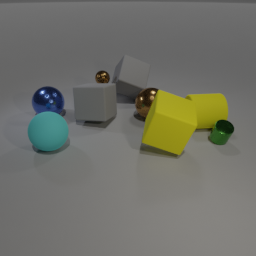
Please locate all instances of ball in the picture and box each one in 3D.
[{"bbox_3d":[-3.508,-1.137,12.339,1.400,1.400,1.400,0,28,0],"label":"ball"},{"bbox_3d":[1.000,-1.064,12.202,1.400,1.400,1.400,0,28,0],"label":"ball"},{"bbox_3d":[-1.196,-2.348,13.149,0.700,0.700,0.700,0,28,0],"label":"ball"},{"bbox_3d":[-2.824,0.119,9.941,1.400,1.400,1.400,0,28,0],"label":"ball"}]

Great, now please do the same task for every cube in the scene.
[{"bbox_3d":[0.098,-2.472,13.747,1.400,1.400,1.400,18,-19,-16],"label":"cube"},{"bbox_3d":[-1.364,-1.128,11.910,1.400,1.400,1.400,3,15,17],"label":"cube"},{"bbox_3d":[1.402,-0.198,9.529,1.400,1.400,1.400,19,38,-3],"label":"cube"}]

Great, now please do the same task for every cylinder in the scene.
[{"bbox_3d":[3.123,-0.685,11.432,1.400,1.400,1.400,-3,28,-6],"label":"cylinder"},{"bbox_3d":[3.472,0.161,10.381,0.700,0.700,0.700,3,53,-3],"label":"cylinder"}]
